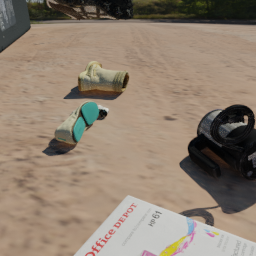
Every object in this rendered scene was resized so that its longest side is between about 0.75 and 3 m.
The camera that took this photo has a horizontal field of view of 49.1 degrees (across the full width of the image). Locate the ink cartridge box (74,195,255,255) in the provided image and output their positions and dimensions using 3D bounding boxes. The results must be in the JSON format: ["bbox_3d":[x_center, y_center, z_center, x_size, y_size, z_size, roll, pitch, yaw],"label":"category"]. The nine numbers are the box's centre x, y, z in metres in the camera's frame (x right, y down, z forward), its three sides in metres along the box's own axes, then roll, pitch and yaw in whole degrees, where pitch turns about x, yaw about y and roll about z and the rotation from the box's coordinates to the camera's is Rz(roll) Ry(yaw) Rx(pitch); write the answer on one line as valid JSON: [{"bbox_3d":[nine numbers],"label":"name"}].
[{"bbox_3d":[0.480,1.881,3.505,2.062,0.873,1.490,13,28,28],"label":"ink cartridge box"}]

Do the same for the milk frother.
[{"bbox_3d":[2.253,0.041,6.376,1.649,1.827,1.718,-12,27,-16],"label":"milk frother"}]

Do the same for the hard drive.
[{"bbox_3d":[-2.935,-2.978,6.535,0.441,1.870,2.679,-2,30,-2],"label":"hard drive"}]

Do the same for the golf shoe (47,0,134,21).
[{"bbox_3d":[-0.691,-2.373,5.276,1.719,0.668,0.812,1,-2,-36],"label":"golf shoe"}]

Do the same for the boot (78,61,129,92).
[{"bbox_3d":[-0.916,-2.277,12.351,2.013,0.943,2.589,3,26,8],"label":"boot"}]

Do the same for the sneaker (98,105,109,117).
[{"bbox_3d":[-1.130,-0.611,9.508,0.995,0.369,0.440,13,26,5],"label":"sneaker"}]

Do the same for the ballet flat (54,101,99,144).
[{"bbox_3d":[-1.518,-0.211,8.290,0.765,0.765,2.203,5,26,11],"label":"ballet flat"}]
